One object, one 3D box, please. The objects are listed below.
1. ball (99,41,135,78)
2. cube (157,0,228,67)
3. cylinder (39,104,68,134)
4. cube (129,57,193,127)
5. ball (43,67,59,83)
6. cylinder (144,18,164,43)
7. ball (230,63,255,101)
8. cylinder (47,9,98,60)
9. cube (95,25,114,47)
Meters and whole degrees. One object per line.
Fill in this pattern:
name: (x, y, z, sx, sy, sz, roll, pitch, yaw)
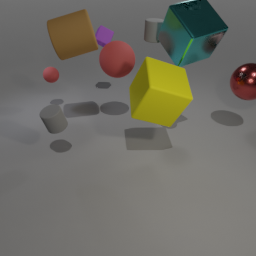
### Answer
ball: (-0.417, -2.653, 10.854, 1.400, 1.400, 1.400, 0, 29, 0)
cube: (2.020, -3.054, 9.023, 1.400, 1.400, 1.400, -21, 70, -20)
cylinder: (-2.393, -0.291, 9.058, 0.700, 0.700, 0.700, -9, 43, 8)
cube: (0.957, -1.096, 8.744, 1.400, 1.400, 1.400, 13, 48, -19)
ball: (-3.414, -2.359, 12.435, 0.700, 0.700, 0.700, 0, 29, 0)
cylinder: (0.934, -3.453, 9.911, 0.700, 0.700, 0.700, 2, 32, -1)
ball: (4.583, -1.738, 10.567, 1.400, 1.400, 1.400, 0, 29, 0)
cylinder: (-1.905, -3.244, 9.791, 1.400, 1.400, 1.400, -17, 30, 1)
cube: (-1.175, -4.325, 13.298, 0.700, 0.700, 0.700, 22, -2, -19)
